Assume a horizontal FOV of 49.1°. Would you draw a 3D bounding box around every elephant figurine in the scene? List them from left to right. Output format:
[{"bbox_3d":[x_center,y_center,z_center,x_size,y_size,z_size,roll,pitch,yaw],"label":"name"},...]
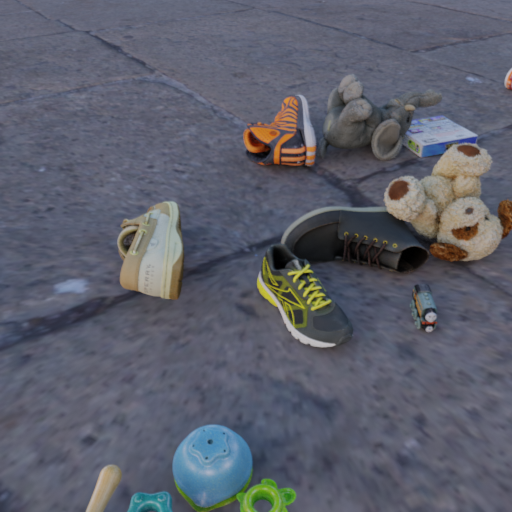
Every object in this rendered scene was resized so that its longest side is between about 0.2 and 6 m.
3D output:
[{"bbox_3d":[2.660,-2.842,12.078,2.208,1.713,1.562,14,67,-24],"label":"elephant figurine"}]

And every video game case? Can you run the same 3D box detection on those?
[{"bbox_3d":[3.999,-2.730,12.722,1.440,0.327,1.306,-12,38,-16],"label":"video game case"}]

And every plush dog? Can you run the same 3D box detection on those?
[{"bbox_3d":[3.229,-0.623,9.222,1.950,1.564,1.675,-29,60,-10],"label":"plush dog"}]

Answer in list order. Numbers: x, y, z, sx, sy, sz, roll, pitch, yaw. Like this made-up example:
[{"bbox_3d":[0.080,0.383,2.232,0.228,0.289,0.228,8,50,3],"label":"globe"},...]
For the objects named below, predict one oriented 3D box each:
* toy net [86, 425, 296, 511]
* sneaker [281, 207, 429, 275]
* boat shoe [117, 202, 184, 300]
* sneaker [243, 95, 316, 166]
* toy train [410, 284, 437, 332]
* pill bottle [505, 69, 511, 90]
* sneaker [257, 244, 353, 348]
[{"bbox_3d":[-1.125,2.629,5.177,2.892,0.559,1.517,-23,44,-25],"label":"toy net"},{"bbox_3d":[1.566,-0.187,8.769,2.203,0.824,1.170,-11,36,-17],"label":"sneaker"},{"bbox_3d":[-1.601,-0.221,8.331,0.889,0.991,2.677,5,18,-14],"label":"boat shoe"},{"bbox_3d":[0.428,-2.819,12.278,1.439,0.996,2.569,-2,36,-4],"label":"sneaker"},{"bbox_3d":[2.360,0.724,7.865,0.310,0.414,0.727,0,35,2],"label":"toy train"},{"bbox_3d":[7.419,-4.727,15.264,0.593,0.593,1.082,-25,43,-31],"label":"pill bottle"},{"bbox_3d":[0.608,0.524,7.803,0.715,0.812,1.920,-23,42,-28],"label":"sneaker"}]
